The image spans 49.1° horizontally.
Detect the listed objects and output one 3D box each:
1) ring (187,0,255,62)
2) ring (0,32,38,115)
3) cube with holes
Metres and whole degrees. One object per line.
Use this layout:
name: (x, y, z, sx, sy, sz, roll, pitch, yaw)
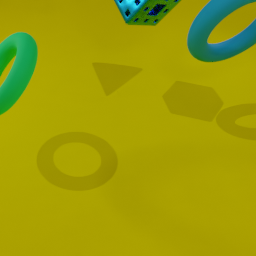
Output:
ring: (2.215, -2.136, 5.803, 2.088, 2.088, 0.418, -15, 67, -13)
ring: (-2.280, -0.995, 5.179, 1.730, 0.346, 1.730, -20, 56, 33)
cube with holes: (0.396, -3.020, 6.143, 1.040, 1.040, 1.040, -19, 80, -44)
